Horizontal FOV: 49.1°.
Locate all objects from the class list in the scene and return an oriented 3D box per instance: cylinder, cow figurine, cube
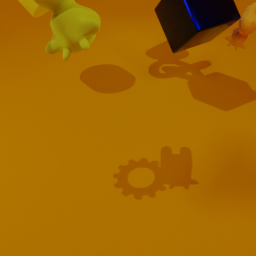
[{"bbox_3d":[-2.174,-3.523,6.479,1.314,1.314,1.314,-38,18,15],"label":"cylinder"},{"bbox_3d":[2.680,-2.266,6.375,0.546,0.979,0.995,30,18,4],"label":"cow figurine"},{"bbox_3d":[-0.890,-1.585,3.173,0.782,1.425,1.402,-19,68,23],"label":"cow figurine"},{"bbox_3d":[1.561,-2.664,6.503,1.218,1.218,1.218,-23,89,-19],"label":"cube"}]
